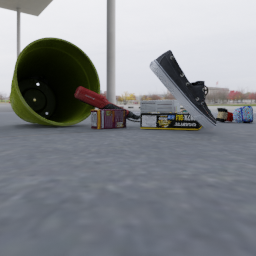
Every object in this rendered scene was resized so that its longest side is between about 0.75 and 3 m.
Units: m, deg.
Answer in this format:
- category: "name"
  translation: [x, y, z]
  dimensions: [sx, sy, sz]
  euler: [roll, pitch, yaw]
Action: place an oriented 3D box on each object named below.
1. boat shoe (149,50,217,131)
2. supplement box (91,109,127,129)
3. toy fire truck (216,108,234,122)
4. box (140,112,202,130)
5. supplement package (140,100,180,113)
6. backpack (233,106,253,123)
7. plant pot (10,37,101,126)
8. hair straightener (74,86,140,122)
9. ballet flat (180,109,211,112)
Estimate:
- category: "boat shoe"
  translation: [1.521, -0.924, 6.798]
  dimensions: [0.762, 2.300, 0.804]
  euler: [-41, 7, 16]
- category: "supplement box"
  translation: [-0.577, -0.278, 8.529]
  dimensions: [1.044, 0.576, 0.447]
  euler: [-3, 5, -38]
- category: "toy fire truck"
  translation: [4.665, -0.576, 12.466]
  dimensions: [1.233, 0.793, 1.085]
  euler: [12, 5, 7]
- category: "box"
  translation: [1.456, -0.257, 8.797]
  dimensions: [1.689, 0.522, 2.115]
  euler: [-1, 4, 17]
- category: "supplement package"
  translation: [1.293, -0.609, 10.829]
  dimensions: [1.280, 0.911, 1.643]
  euler: [1, 5, 18]
- category: "backpack"
  translation: [4.750, -0.554, 11.619]
  dimensions: [0.789, 0.720, 0.531]
  euler: [-1, -5, 29]
- category: "plant pot"
  translation: [-2.959, -1.316, 10.168]
  dimensions: [2.932, 2.932, 2.823]
  euler: [-3, -7, -36]
- category: "hair straightener"
  translation: [-0.536, -0.742, 9.521]
  dimensions: [2.507, 0.513, 0.965]
  euler: [18, -4, 8]
- category: "ballet flat"
  translation: [3.677, -0.865, 15.849]
  dimensions: [2.242, 0.763, 0.754]
  euler: [-1, 5, -27]
